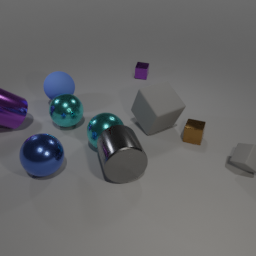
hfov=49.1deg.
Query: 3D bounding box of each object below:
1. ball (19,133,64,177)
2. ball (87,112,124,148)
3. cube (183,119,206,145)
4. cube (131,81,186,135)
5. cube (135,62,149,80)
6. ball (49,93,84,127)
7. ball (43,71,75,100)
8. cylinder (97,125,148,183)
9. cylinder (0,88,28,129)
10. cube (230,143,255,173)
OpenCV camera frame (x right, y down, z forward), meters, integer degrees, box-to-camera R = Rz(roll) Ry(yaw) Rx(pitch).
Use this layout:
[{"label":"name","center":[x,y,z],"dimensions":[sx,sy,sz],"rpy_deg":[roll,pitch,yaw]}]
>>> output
[{"label":"ball","center":[-2.779,0.871,9.088],"dimensions":[1.400,1.400,1.400],"rpy_deg":[0,32,0]},{"label":"ball","center":[-0.801,0.129,10.237],"dimensions":[1.400,1.400,1.400],"rpy_deg":[0,32,0]},{"label":"cube","center":[2.572,0.146,10.878],"dimensions":[0.700,0.700,0.700],"rpy_deg":[12,34,19]},{"label":"cube","center":[1.170,-0.799,11.230],"dimensions":[1.400,1.400,1.400],"rpy_deg":[-20,65,-26]},{"label":"cube","center":[0.807,-3.306,16.139],"dimensions":[0.700,0.700,0.700],"rpy_deg":[10,45,9]},{"label":"ball","center":[-2.540,-0.729,11.562],"dimensions":[1.400,1.400,1.400],"rpy_deg":[0,32,0]},{"label":"ball","center":[-3.135,-1.881,12.809],"dimensions":[1.400,1.400,1.400],"rpy_deg":[0,32,0]},{"label":"cylinder","center":[-0.221,0.823,9.146],"dimensions":[1.400,1.400,1.400],"rpy_deg":[-8,33,-13]},{"label":"cylinder","center":[-5.019,-0.805,11.225],"dimensions":[1.400,1.400,1.400],"rpy_deg":[34,5,41]},{"label":"cube","center":[3.913,0.970,9.086],"dimensions":[0.700,0.700,0.700],"rpy_deg":[33,-10,-20]}]
